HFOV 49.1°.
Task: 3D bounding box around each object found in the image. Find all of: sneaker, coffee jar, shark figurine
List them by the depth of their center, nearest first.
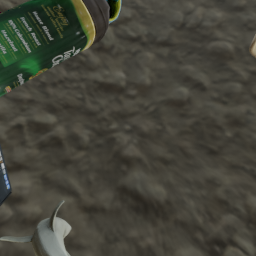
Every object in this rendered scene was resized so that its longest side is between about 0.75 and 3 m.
[{"bbox_3d":[-0.867,1.473,3.772,1.238,2.072,0.865,25,83,-34],"label":"shark figurine"},{"bbox_3d":[-1.410,-1.446,4.465,2.301,1.200,0.982,-35,97,-16],"label":"coffee jar"},{"bbox_3d":[-0.684,-3.007,5.729,0.738,1.212,1.856,-33,116,-11],"label":"sneaker"}]

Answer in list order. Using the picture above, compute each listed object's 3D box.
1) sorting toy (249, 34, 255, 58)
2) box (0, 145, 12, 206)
[{"bbox_3d":[3.007,-1.574,4.917,1.595,0.291,1.476,30,81,-15],"label":"sorting toy"},{"bbox_3d":[-2.378,0.524,4.129,0.388,1.427,1.781,-6,105,3],"label":"box"}]
